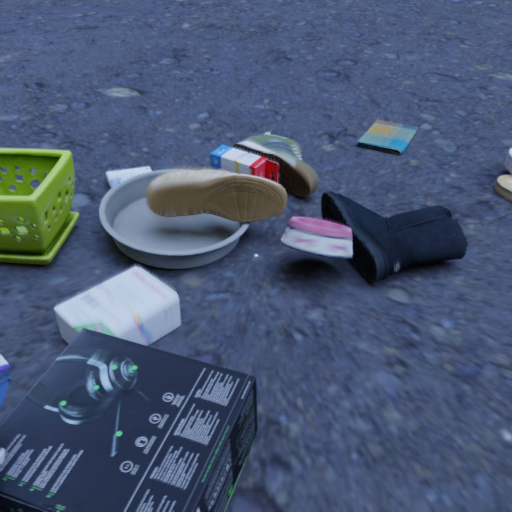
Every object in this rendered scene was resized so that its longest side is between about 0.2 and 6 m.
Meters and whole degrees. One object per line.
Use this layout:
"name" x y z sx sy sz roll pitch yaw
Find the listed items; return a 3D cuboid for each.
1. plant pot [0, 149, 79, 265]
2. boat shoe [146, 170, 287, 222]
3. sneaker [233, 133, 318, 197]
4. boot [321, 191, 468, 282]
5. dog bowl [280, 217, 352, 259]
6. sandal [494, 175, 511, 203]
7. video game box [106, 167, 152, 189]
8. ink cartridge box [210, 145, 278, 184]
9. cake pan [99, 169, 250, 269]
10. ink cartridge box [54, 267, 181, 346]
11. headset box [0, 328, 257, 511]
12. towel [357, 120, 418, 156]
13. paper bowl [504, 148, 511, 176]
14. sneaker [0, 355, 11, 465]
"plant pot" -3.914 -0.763 9.230 1.614 1.465 1.606 4 39 5
"boat shoe" -0.654 -1.095 9.416 2.314 0.853 0.800 3 26 -9
"sneaker" 0.605 -1.987 11.300 1.014 0.758 2.259 -33 45 -28
"boot" 2.269 -0.495 9.414 1.780 0.809 2.118 -14 42 -17
"dog bowl" 0.964 -0.303 8.633 1.137 0.419 1.137 11 12 -2
"sandal" 5.580 -1.122 10.232 0.890 0.799 2.428 -28 46 -31
"video game box" -2.451 -1.474 11.121 0.899 0.210 0.819 -11 34 -20
"ink cartridge box" -0.233 -1.574 10.848 1.309 0.760 0.440 22 43 25
"cake pan" -1.378 -0.670 9.783 2.611 0.479 2.611 3 39 -3
"ink cartridge box" -1.900 0.850 7.830 1.016 0.612 1.398 31 46 33
"headset box" -1.445 2.042 5.885 2.393 1.110 2.084 12 40 15
"towel" 3.037 -2.737 12.869 1.048 0.155 1.428 18 40 21
"paper bowl" 5.547 -1.767 11.254 1.044 0.543 1.044 2 36 -1
"sneaker" -2.332 2.440 4.558 2.094 1.152 2.859 35 79 -2
